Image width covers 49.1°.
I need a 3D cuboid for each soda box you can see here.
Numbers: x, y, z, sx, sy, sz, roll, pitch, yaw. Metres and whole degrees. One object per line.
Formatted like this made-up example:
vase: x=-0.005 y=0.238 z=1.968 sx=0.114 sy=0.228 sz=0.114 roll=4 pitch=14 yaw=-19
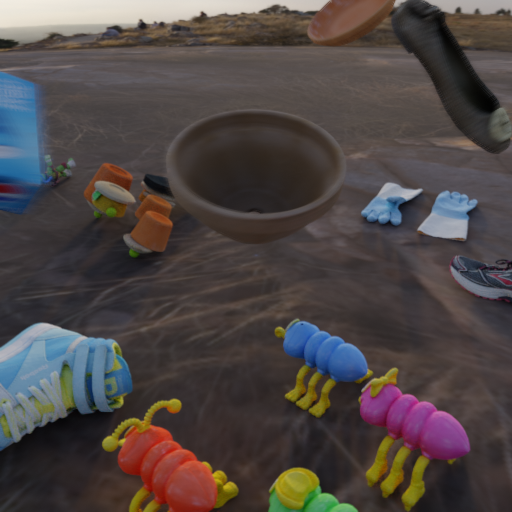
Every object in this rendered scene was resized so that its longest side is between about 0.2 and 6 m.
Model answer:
soda box: x=-4.073 y=-1.886 z=9.012 sx=0.823 sy=0.779 sz=2.426 roll=14 pitch=45 yaw=-40

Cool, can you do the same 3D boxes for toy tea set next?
toy tea set: x=-2.579 y=-0.800 z=11.193 sx=1.825 sy=1.136 sz=3.069 roll=24 pitch=16 yaw=-19

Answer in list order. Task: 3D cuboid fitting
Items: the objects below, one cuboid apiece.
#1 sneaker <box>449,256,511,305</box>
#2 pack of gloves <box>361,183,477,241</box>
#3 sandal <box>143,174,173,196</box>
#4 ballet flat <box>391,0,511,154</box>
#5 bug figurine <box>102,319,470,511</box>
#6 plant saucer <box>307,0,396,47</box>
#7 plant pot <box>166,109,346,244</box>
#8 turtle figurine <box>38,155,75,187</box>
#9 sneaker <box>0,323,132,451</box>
sneaker: x=3.990 y=0.328 z=8.817 sx=1.873 sy=0.699 sz=0.755 roll=21 pitch=33 yaw=38
pack of gloves: x=3.606 y=-1.207 z=12.220 sx=2.207 sy=0.518 sz=2.627 roll=11 pitch=28 yaw=23
sandal: x=-1.591 y=-1.577 z=12.357 sx=0.736 sy=0.469 sz=1.959 roll=38 pitch=19 yaw=30
ballet flat: x=3.458 y=-3.080 z=9.513 sx=1.035 sy=3.073 sz=0.712 roll=-42 pitch=7 yaw=-40
bug figurine: x=0.487 y=1.758 z=5.584 sx=2.815 sy=0.934 sz=3.630 roll=20 pitch=32 yaw=36
plant saucer: x=1.854 y=-4.572 z=10.551 sx=1.864 sy=0.349 sz=1.864 roll=-25 pitch=39 yaw=23
plant pot: x=-0.013 y=-0.922 z=7.663 sx=2.350 sy=1.085 sz=2.350 roll=1 pitch=45 yaw=-1
turtle figurine: x=-5.164 y=-2.218 z=14.033 sx=1.067 sy=0.768 sz=1.035 roll=21 pitch=29 yaw=30
sneaker: x=-2.265 y=1.531 z=6.067 sx=1.539 sy=0.937 sz=2.357 roll=5 pitch=27 yaw=13
